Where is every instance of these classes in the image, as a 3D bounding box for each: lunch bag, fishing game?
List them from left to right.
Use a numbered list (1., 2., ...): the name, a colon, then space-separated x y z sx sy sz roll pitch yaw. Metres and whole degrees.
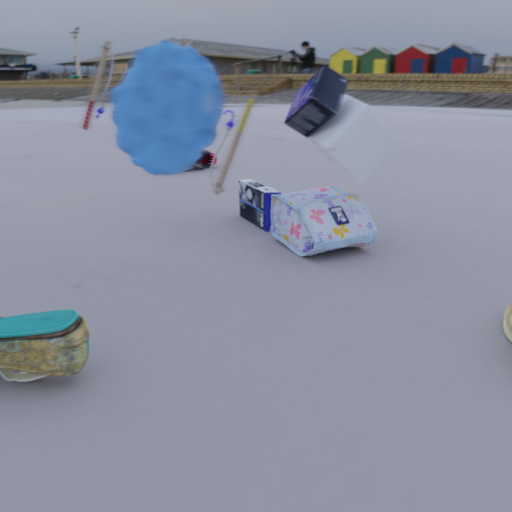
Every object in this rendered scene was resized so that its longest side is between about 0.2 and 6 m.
1. fishing game: -1.790 -2.957 11.244 3.715 2.660 0.577 24 15 20
2. lunch bag: 1.393 -0.712 11.625 1.591 1.192 1.876 -10 30 -23

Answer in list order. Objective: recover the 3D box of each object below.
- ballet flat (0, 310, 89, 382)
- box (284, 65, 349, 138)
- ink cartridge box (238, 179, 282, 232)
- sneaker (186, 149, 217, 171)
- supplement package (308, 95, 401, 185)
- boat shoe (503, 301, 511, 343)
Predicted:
1. ballet flat: -3.295 1.131 6.861 2.620 0.926 0.926 -1 19 8
2. box: 1.098 -2.827 10.325 0.572 0.811 1.096 29 -25 -15
3. ink cartridge box: 0.114 -1.183 13.241 0.377 0.955 1.921 -10 21 -24
4. sneaker: -2.405 -3.440 19.677 0.881 0.951 2.359 18 26 37
5. supplement package: 1.787 -2.265 10.697 1.067 1.074 1.416 39 11 -27
6. boat shoe: 3.865 0.951 7.425 0.878 0.787 2.372 4 20 11
